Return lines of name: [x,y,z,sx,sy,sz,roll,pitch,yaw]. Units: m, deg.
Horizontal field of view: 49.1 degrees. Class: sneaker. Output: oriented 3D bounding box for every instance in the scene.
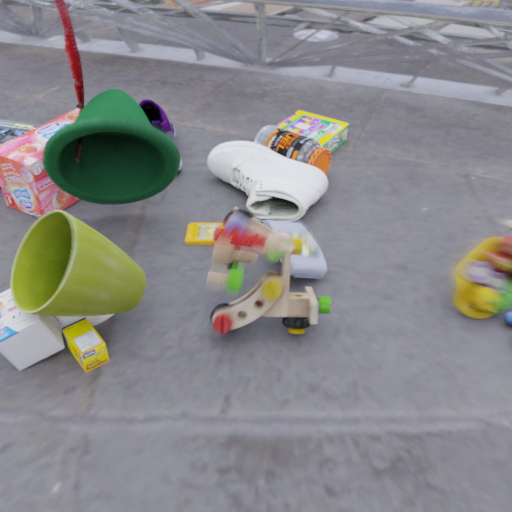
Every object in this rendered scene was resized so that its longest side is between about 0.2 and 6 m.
sneaker: [-2.451,-3.190,13.150,1.241,1.460,3.335,-14,40,-17]
sneaker: [-0.047,-1.503,11.352,2.677,0.986,1.547,17,38,19]

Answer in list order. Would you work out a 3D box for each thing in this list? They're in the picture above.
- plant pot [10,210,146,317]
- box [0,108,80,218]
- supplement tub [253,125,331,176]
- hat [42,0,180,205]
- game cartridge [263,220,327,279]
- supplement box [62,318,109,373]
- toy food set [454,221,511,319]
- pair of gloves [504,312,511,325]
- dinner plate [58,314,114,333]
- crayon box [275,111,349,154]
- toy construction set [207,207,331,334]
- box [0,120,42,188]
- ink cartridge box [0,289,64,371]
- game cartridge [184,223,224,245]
plant pot: [-2.406,0.285,8.037,1.546,1.446,1.446,26,12,-48]
box: [-4.005,-2.003,11.746,1.211,1.313,2.558,19,43,25]
supplement tub: [0.775,-2.194,12.254,1.597,0.978,0.978,26,44,30]
hat: [-2.691,-2.763,10.433,2.398,2.895,2.548,1,62,-19]
game cartridge: [0.703,-0.134,9.727,0.845,0.259,1.269,7,41,-36]
supplement box: [-2.494,1.297,8.188,0.382,0.384,0.702,-25,43,-28]
toy food set: [3.872,0.246,8.701,1.763,1.037,0.576,-42,11,-11]
pair of gloves: [5.208,1.381,7.627,2.666,0.378,3.316,-10,28,-1]
dinner plate: [-3.037,0.580,9.289,1.807,0.219,1.807,1,37,-1]
crayon box: [1.233,-2.882,13.552,1.433,0.484,1.660,23,43,25]
toy construction set: [0.294,0.241,8.037,1.765,2.297,1.916,9,76,2]
box: [-6.093,-2.420,12.805,2.563,0.654,2.021,10,40,14]
ink cartridge box: [-3.362,0.986,8.176,0.723,0.711,0.983,-29,44,-7]
game cartridge: [-0.966,-0.426,10.657,0.721,0.117,0.636,1,37,0]
